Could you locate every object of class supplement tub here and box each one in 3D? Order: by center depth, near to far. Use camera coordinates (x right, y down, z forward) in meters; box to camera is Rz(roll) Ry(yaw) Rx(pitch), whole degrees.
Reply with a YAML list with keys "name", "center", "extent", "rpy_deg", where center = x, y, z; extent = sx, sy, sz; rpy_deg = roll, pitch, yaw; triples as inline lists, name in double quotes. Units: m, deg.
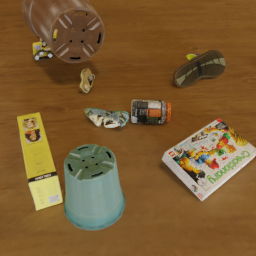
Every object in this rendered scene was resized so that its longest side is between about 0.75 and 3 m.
- name: "supplement tub"
  center: [0.738, -0.539, 9.125]
  extent: [1.254, 0.768, 0.768]
  rpy_deg: [2, 38, 1]

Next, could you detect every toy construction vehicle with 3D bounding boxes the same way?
- name: "toy construction vehicle"
  center: [-3.496, -4.420, 13.887]
  extent: [2.685, 0.946, 2.338]
  rpy_deg: [-13, 40, -16]

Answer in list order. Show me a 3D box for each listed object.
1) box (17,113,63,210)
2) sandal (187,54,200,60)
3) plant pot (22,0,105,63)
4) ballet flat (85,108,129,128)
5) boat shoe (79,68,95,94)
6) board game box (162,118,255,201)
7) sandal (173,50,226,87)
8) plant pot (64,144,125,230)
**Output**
- name: "box"
  center: [-2.360, 0.740, 7.342]
  extent: [0.675, 1.014, 2.694]
  rpy_deg: [-14, 39, -18]
- name: "sandal"
  center: [3.111, -3.325, 13.057]
  extent: [0.798, 0.317, 0.347]
  rpy_deg: [5, 34, -6]
- name: "plant pot"
  center: [-2.329, -3.984, 10.626]
  extent: [2.732, 2.732, 2.705]
  rpy_deg: [-17, 48, -20]
- name: "ballet flat"
  center: [-0.773, -0.307, 8.949]
  extent: [1.644, 0.610, 0.610]
  rpy_deg: [5, 36, 29]
- name: "boat shoe"
  center: [-1.522, -1.924, 10.961]
  extent: [0.548, 0.516, 1.439]
  rpy_deg: [-32, 41, 26]
- name: "board game box"
  center: [2.216, 0.731, 7.449]
  extent: [2.295, 0.397, 1.449]
  rpy_deg: [-28, 60, -30]
- name: "sandal"
  center: [2.886, -2.442, 11.535]
  extent: [2.801, 1.145, 0.765]
  rpy_deg: [-27, 24, -20]
- name: "plant pot"
  center: [-0.806, 1.243, 6.326]
  extent: [1.481, 1.451, 1.481]
  rpy_deg: [-1, 38, 0]
